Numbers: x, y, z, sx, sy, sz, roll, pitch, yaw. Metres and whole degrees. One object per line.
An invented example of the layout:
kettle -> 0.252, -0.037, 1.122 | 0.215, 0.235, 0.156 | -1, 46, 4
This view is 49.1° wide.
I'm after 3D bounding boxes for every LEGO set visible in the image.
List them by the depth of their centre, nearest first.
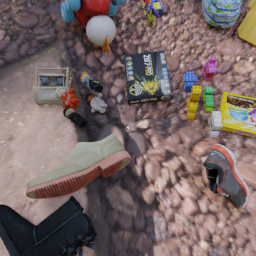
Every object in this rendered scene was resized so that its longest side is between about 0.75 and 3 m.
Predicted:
LEGO set -> 2.163, -1.081, 8.219 | 0.972, 1.045, 2.547 | 1, 65, 1

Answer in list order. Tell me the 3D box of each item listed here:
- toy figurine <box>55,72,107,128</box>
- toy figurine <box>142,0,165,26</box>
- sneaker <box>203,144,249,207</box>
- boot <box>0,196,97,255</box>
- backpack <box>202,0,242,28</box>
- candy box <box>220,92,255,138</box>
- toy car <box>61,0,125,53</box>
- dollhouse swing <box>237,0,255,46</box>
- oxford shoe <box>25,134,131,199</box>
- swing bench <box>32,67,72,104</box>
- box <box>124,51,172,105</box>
toy figurine -> -1.323, -0.810, 8.001 | 1.261, 1.281, 0.891 | -40, 55, -20
toy figurine -> 0.996, -4.298, 9.972 | 0.749, 0.659, 1.250 | -8, 66, -9
sneaker -> 2.250, 1.320, 6.782 | 0.828, 2.022, 0.779 | -41, 29, -19
boot -> -2.004, 2.331, 6.755 | 1.871, 0.845, 2.283 | -32, 59, -22
backpack -> 3.274, -4.378, 9.734 | 1.497, 1.411, 1.836 | 10, 80, -2
candy box -> 3.894, -0.268, 8.247 | 2.357, 0.311, 1.205 | 14, 68, 6
toy car -> -1.011, -3.408, 9.265 | 1.866, 1.790, 2.024 | -15, 94, -20
dollhouse swing -> 4.868, -3.608, 9.814 | 1.692, 1.487, 1.537 | 34, 28, 15
oxford shoe -> -1.350, 1.000, 7.346 | 2.774, 0.982, 1.024 | -19, 64, -21
swing bench -> -2.294, -1.271, 8.526 | 1.012, 0.660, 1.018 | 0, 65, 0
box -> 0.591, -1.589, 8.768 | 1.346, 0.410, 1.669 | -5, 65, 2
